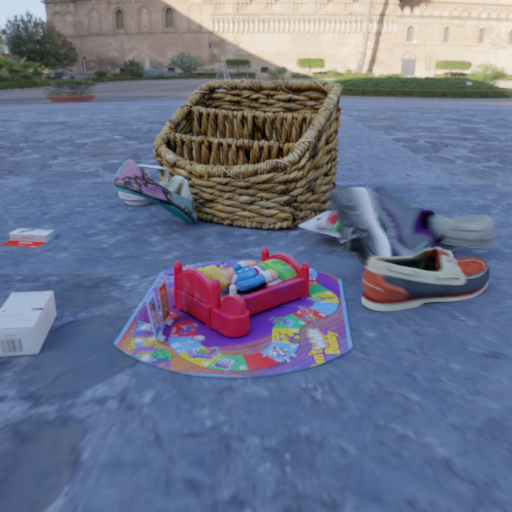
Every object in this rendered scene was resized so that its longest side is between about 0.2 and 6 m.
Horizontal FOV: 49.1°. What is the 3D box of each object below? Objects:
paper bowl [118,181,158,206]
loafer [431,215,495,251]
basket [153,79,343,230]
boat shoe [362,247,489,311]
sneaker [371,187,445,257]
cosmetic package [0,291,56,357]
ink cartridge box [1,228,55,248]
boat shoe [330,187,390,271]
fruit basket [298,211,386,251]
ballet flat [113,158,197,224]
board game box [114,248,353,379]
[{"bbox_3d":[-3.121,-1.669,14.896,1.060,0.551,1.060,0,20,0],"label":"paper bowl"},{"bbox_3d":[3.751,-0.416,11.143,0.688,0.687,1.968,-31,22,-32],"label":"loafer"},{"bbox_3d":[-0.387,-2.637,13.706,4.296,3.200,3.066,14,24,31],"label":"basket"},{"bbox_3d":[2.841,0.272,9.162,2.567,0.803,0.914,-8,21,-24],"label":"boat shoe"},{"bbox_3d":[2.968,-0.749,10.855,0.793,0.932,2.130,32,31,-36],"label":"sneaker"},{"bbox_3d":[-3.261,0.927,7.864,0.632,0.460,1.243,-3,21,-8],"label":"cosmetic package"},{"bbox_3d":[-4.846,-0.385,11.897,0.856,0.186,0.743,3,19,9],"label":"ink cartridge box"},{"bbox_3d":[1.777,-0.409,9.914,0.698,0.738,2.059,0,56,-16],"label":"boat shoe"},{"bbox_3d":[1.890,-0.666,11.702,1.546,0.725,1.432,23,29,28],"label":"fruit basket"},{"bbox_3d":[-2.028,-1.453,12.267,0.858,0.883,2.481,18,-4,38],"label":"ballet flat"},{"bbox_3d":[-0.221,0.444,8.684,3.271,0.806,4.140,2,20,5],"label":"board game box"}]
